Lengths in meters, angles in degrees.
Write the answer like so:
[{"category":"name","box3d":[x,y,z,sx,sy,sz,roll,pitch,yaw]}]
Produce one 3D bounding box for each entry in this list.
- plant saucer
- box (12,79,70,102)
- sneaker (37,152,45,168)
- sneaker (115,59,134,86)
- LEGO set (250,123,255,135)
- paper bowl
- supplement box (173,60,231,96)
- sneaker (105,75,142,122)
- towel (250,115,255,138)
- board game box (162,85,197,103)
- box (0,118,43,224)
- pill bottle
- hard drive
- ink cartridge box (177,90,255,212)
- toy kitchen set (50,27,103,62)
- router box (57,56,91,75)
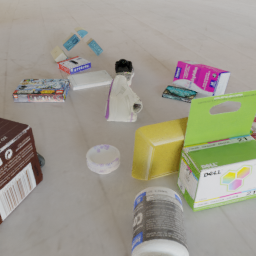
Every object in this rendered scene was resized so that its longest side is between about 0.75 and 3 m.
[{"category":"plant saucer","box3d":[1.219,0.711,8.137,2.124,2.124,0.515,-12,45,-16]},{"category":"box","box3d":[-3.971,-1.763,13.058,2.290,0.457,1.568,0,35,1]},{"category":"sneaker","box3d":[-3.567,0.698,9.309,2.092,0.695,0.946,19,21,10]},{"category":"sneaker","box3d":[-0.163,-3.108,14.396,0.954,1.132,2.587,2,35,3]},{"category":"LEGO set","box3d":[4.360,0.164,9.658,2.505,1.028,0.956,-19,57,-24]},{"category":"paper bowl","box3d":[-0.783,1.043,8.954,1.079,0.561,1.079,0,35,0]},{"category":"supplement box","box3d":[3.400,-2.345,13.110,2.239,1.133,1.157,27,28,34]},{"category":"sneaker","box3d":[-0.144,-1.195,11.933,1.490,1.120,2.992,10,41,-4]},{"category":"towel","box3d":[4.988,-0.098,10.937,1.110,0.175,1.542,1,35,1]},{"category":"board game box","box3d":[2.414,-1.585,13.034,1.451,0.204,0.982,14,37,19]},{"category":"box","box3d":[-4.110,1.017,7.672,2.530,2.078,2.099,13,37,18]},{"category":"pill bottle","box3d":[0.700,2.496,6.297,1.228,1.228,2.158,2,34,2]},{"category":"hard drive","box3d":[-1.923,-2.457,14.225,2.025,0.270,1.336,-12,37,-18]},{"category":"ink cartridge box","box3d":[2.633,0.629,7.441,2.190,2.964,1.123,-9,36,-13]},{"category":"toy kitchen set","box3d":[-2.953,-4.473,16.735,2.461,1.971,1.450,-42,40,5]},{"category":"router box","box3d":[-3.005,-3.523,15.675,1.432,0.350,1.285,-29,44,-35]}]
